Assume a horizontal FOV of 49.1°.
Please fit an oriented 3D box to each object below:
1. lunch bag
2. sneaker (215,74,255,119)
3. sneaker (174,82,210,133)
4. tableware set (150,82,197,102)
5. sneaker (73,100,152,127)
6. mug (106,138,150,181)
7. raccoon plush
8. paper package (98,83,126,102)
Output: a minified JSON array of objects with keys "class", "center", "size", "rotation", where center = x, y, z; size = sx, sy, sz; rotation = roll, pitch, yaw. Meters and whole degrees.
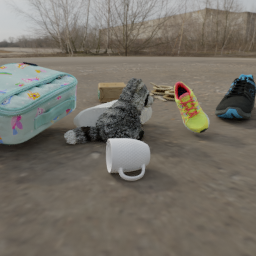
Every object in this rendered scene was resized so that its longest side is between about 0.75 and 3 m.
[{"class":"lunch bag","center":[-2.578,-0.741,6.766],"size":[2.257,1.085,2.815],"rotation":[13,29,16]},{"class":"sneaker","center":[3.502,-1.041,9.018],"size":[1.070,1.197,2.922],"rotation":[9,20,25]},{"class":"sneaker","center":[1.522,-0.546,7.089],"size":[0.606,0.700,1.550],"rotation":[-29,55,9]},{"class":"tableware set","center":[1.794,-1.619,12.113],"size":[1.570,0.476,2.375],"rotation":[-5,18,-17]},{"class":"sneaker","center":[-0.442,-0.401,7.791],"size":[2.215,0.833,0.980],"rotation":[-9,7,-24]},{"class":"mug","center":[0.024,0.567,4.959],"size":[0.715,0.602,0.815],"rotation":[0,48,-14]},{"class":"raccoon plush","center":[-0.373,-0.408,6.505],"size":[2.161,1.448,1.045],"rotation":[-11,20,-31]},{"class":"paper package","center":[-0.644,-1.457,11.345],"size":[1.153,0.626,1.210],"rotation":[-2,18,-8]}]
